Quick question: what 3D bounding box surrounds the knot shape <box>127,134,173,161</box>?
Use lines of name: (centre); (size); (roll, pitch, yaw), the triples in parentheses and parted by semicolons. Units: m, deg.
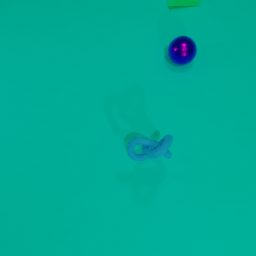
knot shape: (0.585, 0.447, 6.132); (1.060, 0.992, 0.490); (-11, 78, 31)

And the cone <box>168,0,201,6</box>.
cone: (1.877, -3.984, 8.589); (0.944, 0.940, 0.940); (19, 65, -21)

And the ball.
ball: (1.466, -2.091, 7.576); (0.781, 0.781, 0.781); (0, 67, 0)
